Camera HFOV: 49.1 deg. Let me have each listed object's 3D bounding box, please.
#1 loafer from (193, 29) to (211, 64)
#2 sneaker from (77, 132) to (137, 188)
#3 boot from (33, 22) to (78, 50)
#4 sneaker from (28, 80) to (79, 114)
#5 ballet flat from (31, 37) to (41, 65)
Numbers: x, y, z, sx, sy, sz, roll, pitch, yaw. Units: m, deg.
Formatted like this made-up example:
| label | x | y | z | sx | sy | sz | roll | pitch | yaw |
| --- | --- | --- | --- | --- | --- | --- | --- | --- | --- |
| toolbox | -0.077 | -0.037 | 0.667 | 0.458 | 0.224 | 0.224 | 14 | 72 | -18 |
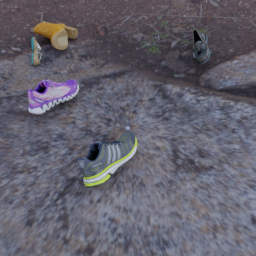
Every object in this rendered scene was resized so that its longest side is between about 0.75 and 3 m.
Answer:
| label | x | y | z | sx | sy | sz | roll | pitch | yaw |
| --- | --- | --- | --- | --- | --- | --- | --- | --- | --- |
| loafer | 2.559 | -2.976 | 10.173 | 0.559 | 0.639 | 1.779 | 37 | 39 | -24 |
| sneaker | -0.447 | 0.574 | 6.783 | 0.709 | 0.776 | 1.918 | -5 | 28 | 40 |
| boot | -2.978 | -3.579 | 10.748 | 1.494 | 0.734 | 2.087 | 12 | 32 | 8 |
| sneaker | -2.230 | -1.119 | 8.326 | 0.715 | 0.786 | 1.778 | 17 | 40 | 39 |
| ballet flat | -3.309 | -2.761 | 10.127 | 0.330 | 1.010 | 0.356 | -1 | 4 | -27 |
